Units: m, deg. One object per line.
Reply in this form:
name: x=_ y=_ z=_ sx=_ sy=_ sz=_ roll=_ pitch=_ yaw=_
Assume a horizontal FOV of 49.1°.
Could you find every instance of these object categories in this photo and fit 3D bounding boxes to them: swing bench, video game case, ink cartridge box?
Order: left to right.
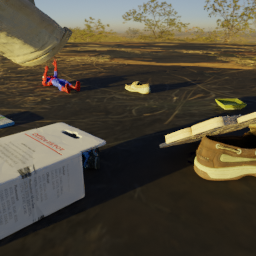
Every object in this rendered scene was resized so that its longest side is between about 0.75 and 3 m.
swing bench: x=-2.410 y=-2.114 z=4.625 sx=2.091 sy=1.357 sz=2.080 roll=53 pitch=14 yaw=24
video game case: x=-4.178 y=-0.186 z=8.616 sx=1.215 sy=0.108 sz=0.870 roll=19 pitch=29 yaw=41
ink cartridge box: x=-1.875 y=0.820 z=4.765 sx=2.794 sy=0.932 sz=1.618 roll=-19 pitch=28 yaw=-41

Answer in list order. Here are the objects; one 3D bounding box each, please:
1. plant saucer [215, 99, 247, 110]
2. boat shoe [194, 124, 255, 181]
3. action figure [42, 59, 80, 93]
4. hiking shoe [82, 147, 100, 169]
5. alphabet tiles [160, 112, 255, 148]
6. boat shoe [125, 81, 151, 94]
plant saucer: x=3.748 y=-0.865 z=10.266 sx=0.862 sy=0.207 sz=0.864 roll=-1 pitch=20 yaw=-4
boat shoe: x=2.694 y=0.430 z=5.732 sx=2.656 sy=0.983 sz=0.981 roll=-5 pitch=21 yaw=-14
action figure: x=-3.324 y=-2.496 z=13.150 sx=0.882 sy=1.338 sz=2.704 roll=-18 pitch=25 yaw=-40
hiking shoe: x=-0.868 y=0.559 z=6.253 sx=0.441 sy=0.378 sz=1.017 roll=-2 pitch=21 yaw=-8
alphabet tiles: x=2.022 y=-0.026 z=5.977 sx=2.593 sy=0.189 sz=2.536 roll=-5 pitch=-13 yaw=-43
boat shoe: x=0.447 y=-1.869 z=12.563 sx=1.377 sy=0.457 sz=0.510 roll=16 pitch=26 yaw=37
